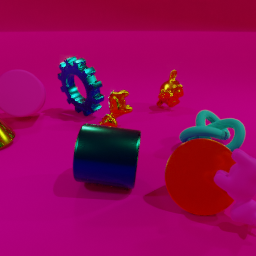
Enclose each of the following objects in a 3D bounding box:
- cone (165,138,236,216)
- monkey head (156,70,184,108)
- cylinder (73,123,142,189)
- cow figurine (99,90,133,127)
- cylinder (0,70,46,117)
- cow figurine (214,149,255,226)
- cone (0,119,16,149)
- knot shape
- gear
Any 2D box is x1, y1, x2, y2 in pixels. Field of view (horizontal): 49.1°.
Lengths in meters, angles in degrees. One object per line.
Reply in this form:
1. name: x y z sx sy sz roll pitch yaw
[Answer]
1. cone: 1.193 0.809 4.912 1.181 1.181 1.185 1 -6 3
2. monkey head: 1.289 -1.198 9.219 0.996 1.384 0.834 4 33 -33
3. cylinder: -0.336 0.490 4.939 1.039 1.039 1.039 7 21 3
4. cow figurine: -0.379 -0.499 7.528 0.971 0.987 0.542 -17 18 -9
5. cylinder: -3.057 -0.975 8.092 1.269 1.269 1.269 -5 6 -12
6. cow figurine: 1.685 0.871 3.963 0.917 0.931 0.511 37 16 16
7. cone: -3.328 -0.183 6.499 1.104 1.108 1.104 -4 30 2
8. knot shape: 1.979 0.044 6.574 1.417 0.655 1.326 5 27 21
9. gear: -1.461 -1.254 8.542 1.784 1.784 0.330 19 39 40
